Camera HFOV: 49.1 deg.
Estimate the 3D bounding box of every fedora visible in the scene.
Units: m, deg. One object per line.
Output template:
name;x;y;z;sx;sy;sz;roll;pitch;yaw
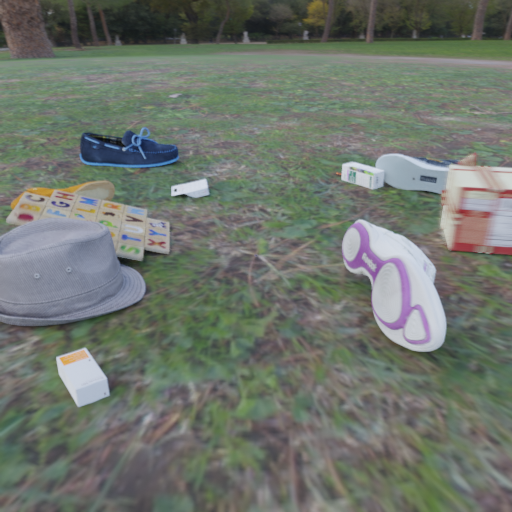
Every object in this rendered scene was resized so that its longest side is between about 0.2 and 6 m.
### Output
fedora;-3.191;0.108;9.130;2.628;1.187;2.324;-7;26;-15

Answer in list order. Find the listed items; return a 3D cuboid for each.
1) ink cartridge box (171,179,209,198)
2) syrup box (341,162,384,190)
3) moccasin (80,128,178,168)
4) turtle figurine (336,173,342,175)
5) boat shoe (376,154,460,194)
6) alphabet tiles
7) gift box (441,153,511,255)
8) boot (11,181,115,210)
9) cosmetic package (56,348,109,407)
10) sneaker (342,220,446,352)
ink cartridge box;-1.658;-1.645;14.124;0.912;0.260;0.741;-17;26;0
syrup box;2.807;-2.128;14.801;0.453;0.438;1.113;-20;31;-36
moccasin;-3.747;-3.161;16.352;2.911;0.993;1.171;-1;25;-2
turtle figurine;2.787;-2.419;15.545;0.846;0.338;1.049;20;32;36
boat shoe;4.362;-2.143;14.468;2.391;0.846;1.085;20;30;27
alphabet tiles;-3.189;-0.663;11.087;2.985;0.095;2.484;11;24;-14
gift box;4.585;-1.071;11.115;1.562;1.692;1.580;9;26;8
boot;-4.450;-1.390;12.896;1.446;0.711;2.020;20;36;34
cosmetic package;-2.218;1.534;7.139;0.407;0.286;0.803;-16;30;-31
sneaker;2.394;0.366;8.692;1.452;1.092;2.916;13;30;-18
